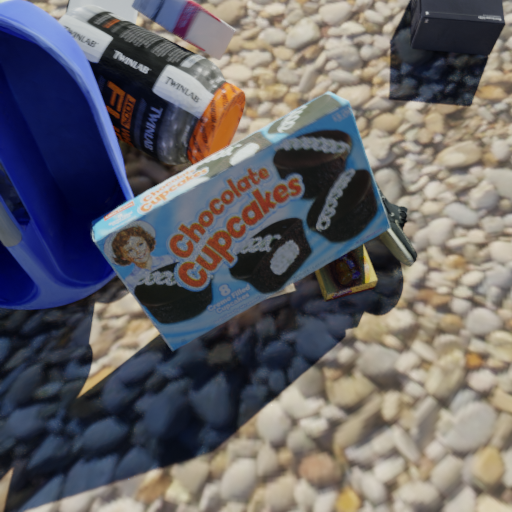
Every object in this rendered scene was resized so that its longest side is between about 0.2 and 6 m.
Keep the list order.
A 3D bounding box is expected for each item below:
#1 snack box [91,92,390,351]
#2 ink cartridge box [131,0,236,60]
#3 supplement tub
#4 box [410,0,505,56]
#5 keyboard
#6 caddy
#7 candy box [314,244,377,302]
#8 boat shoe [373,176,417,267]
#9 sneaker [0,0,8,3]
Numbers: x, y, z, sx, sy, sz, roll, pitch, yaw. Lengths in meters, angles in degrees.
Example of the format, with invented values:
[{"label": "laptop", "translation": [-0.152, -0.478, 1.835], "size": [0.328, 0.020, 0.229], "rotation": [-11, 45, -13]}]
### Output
[{"label": "snack box", "translation": [-0.101, -0.411, 7.538], "size": [3.565, 2.071, 0.661], "rotation": [-30, 34, -3]}, {"label": "ink cartridge box", "translation": [-1.168, -3.825, 9.020], "size": [1.363, 0.987, 0.575], "rotation": [39, 107, 25]}, {"label": "supplement tub", "translation": [-1.731, -2.590, 8.881], "size": [2.860, 1.752, 1.752], "rotation": [27, 68, 6]}, {"label": "box", "translation": [3.680, -4.545, 10.374], "size": [1.502, 0.782, 1.367], "rotation": [6, 64, 3]}, {"label": "keyboard", "translation": [-2.989, -3.463, 10.231], "size": [1.329, 0.252, 4.721], "rotation": [4, 66, -4]}, {"label": "caddy", "translation": [-3.189, -1.129, 7.091], "size": [2.919, 4.129, 2.167], "rotation": [-15, 39, -2]}, {"label": "candy box", "translation": [1.228, -0.061, 8.551], "size": [0.796, 0.385, 1.364], "rotation": [-15, 67, -3]}, {"label": "boat shoe", "translation": [2.048, -0.631, 8.678], "size": [0.576, 0.649, 1.737], "rotation": [-31, 61, -4]}, {"label": "sneaker", "translation": [-5.671, -4.125, 9.971], "size": [2.943, 1.083, 1.736], "rotation": [-33, 64, -17]}]
